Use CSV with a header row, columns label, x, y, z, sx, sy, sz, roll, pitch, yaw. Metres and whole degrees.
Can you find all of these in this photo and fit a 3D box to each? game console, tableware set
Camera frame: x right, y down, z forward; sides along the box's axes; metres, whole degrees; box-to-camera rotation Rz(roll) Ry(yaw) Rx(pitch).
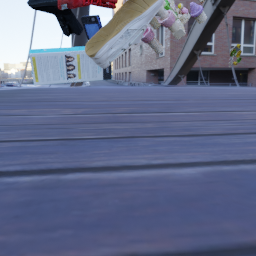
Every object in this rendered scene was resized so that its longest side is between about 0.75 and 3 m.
label,x,y,z,sx,sy,sz,roll,pitch,yaw
game console,-1.256,-3.528,10.795,1.181,1.383,0.818,5,46,23
tableware set,3.813,-2.542,9.817,0.611,0.908,0.139,-37,54,-10

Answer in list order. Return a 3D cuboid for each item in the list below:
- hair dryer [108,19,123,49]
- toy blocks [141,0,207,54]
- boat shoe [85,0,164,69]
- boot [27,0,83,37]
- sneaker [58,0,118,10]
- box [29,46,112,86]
label,x,y,z,sx,sy,sz,roll,pitch,yaw
hair dryer,-0.064,-3.543,9.656,2.660,0.723,2.026,-40,3,17
toy blocks,0.857,-3.048,6.667,1.724,1.611,1.451,-30,-51,29
boat shoe,0.010,-1.610,4.600,0.541,1.562,0.553,45,6,-47
boot,-2.476,-3.805,9.590,1.715,1.441,0.655,11,58,28
sneaker,-1.035,-3.805,7.708,1.582,1.073,2.739,2,30,-5
box,-1.309,-1.487,6.569,1.836,0.756,0.451,-7,30,-15
